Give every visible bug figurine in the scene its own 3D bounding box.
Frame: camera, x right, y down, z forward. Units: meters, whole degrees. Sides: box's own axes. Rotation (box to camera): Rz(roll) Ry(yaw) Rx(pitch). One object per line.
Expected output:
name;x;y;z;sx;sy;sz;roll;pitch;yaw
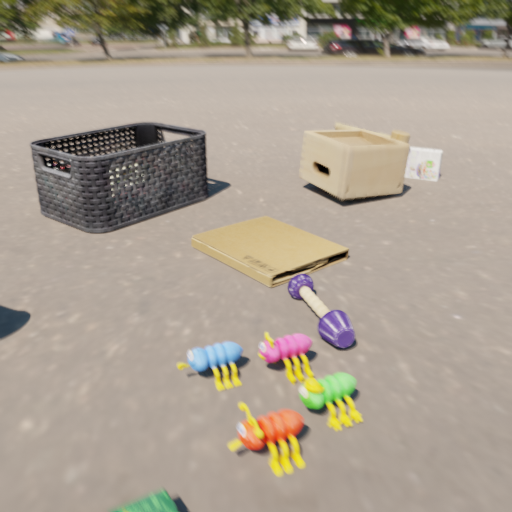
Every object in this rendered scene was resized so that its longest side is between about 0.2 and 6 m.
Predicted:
bug figurine;0.149;1.362;6.100;1.601;0.531;2.065;-11;26;-25

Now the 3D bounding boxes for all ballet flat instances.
ballet flat;-3.235;-1.670;12.701;0.754;0.754;2.100;7;25;16

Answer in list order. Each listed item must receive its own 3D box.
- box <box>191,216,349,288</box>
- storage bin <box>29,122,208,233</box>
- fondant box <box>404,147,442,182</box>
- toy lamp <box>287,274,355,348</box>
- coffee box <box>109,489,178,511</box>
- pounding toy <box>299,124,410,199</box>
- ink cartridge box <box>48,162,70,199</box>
box;0.218;-0.155;9.967;1.838;0.239;2.248;-18;29;-36
storage bin;-2.864;-1.837;12.224;2.254;1.563;3.334;18;28;36
fondant box;4.204;-2.373;14.442;1.045;0.754;0.304;12;24;25
toy lamp;0.880;0.750;7.665;0.465;0.465;1.599;-6;22;-14
coffee box;-1.130;2.327;4.172;1.311;0.288;0.806;-13;26;-28
pounding toy;2.534;-2.331;13.604;2.870;1.313;2.521;-8;26;-28
ink cartridge box;-4.382;-1.812;13.127;1.068;0.773;0.776;21;31;39
